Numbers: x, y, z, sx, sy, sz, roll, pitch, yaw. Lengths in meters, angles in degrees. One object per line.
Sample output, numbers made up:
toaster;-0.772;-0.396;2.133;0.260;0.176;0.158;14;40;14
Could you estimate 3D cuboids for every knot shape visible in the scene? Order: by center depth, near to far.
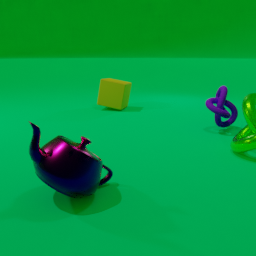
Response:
knot shape;3.108;-0.009;5.769;1.659;0.819;1.773;15;54;37
knot shape;2.524;-0.632;7.534;0.520;1.053;1.125;-14;-30;40

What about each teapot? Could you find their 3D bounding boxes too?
teapot;-0.848;0.470;4.066;1.649;0.807;1.025;34;-4;-37

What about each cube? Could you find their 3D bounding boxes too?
cube;-0.491;-1.279;10.381;0.947;0.947;0.947;13;14;11
